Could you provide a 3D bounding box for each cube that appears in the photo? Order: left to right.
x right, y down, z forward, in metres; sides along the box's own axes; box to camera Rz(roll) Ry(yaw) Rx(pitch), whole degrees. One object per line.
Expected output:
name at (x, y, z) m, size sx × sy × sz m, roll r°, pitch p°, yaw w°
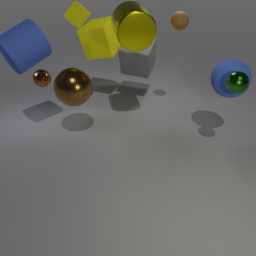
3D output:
cube at (-1.949, -4.304, 10.661) m, size 0.700 × 0.700 × 0.700 m, roll 37°, pitch 6°, yaw -25°
cube at (-1.199, -4.082, 12.718) m, size 1.400 × 1.400 × 1.400 m, roll 2°, pitch 40°, yaw 28°
cube at (0.476, -3.406, 13.183) m, size 1.400 × 1.400 × 1.400 m, roll 14°, pitch 55°, yaw 13°

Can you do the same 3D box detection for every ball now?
ball at (-3.387, -1.957, 11.033) m, size 0.700 × 0.700 × 0.700 m, roll 0°, pitch 32°, yaw 0°
ball at (-1.996, -1.488, 10.217) m, size 1.400 × 1.400 × 1.400 m, roll 0°, pitch 32°, yaw 0°
ball at (2.028, -4.187, 10.922) m, size 0.700 × 0.700 × 0.700 m, roll 0°, pitch 32°, yaw 0°
ball at (3.727, -1.800, 10.155) m, size 1.400 × 1.400 × 1.400 m, roll 0°, pitch 32°, yaw 0°
ball at (3.486, -1.450, 8.900) m, size 0.700 × 0.700 × 0.700 m, roll 0°, pitch 32°, yaw 0°

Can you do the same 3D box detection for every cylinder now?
cylinder at (-3.640, -2.823, 9.766) m, size 1.400 × 1.400 × 1.400 m, roll -41°, pitch 47°, yaw -18°
cylinder at (0.181, -3.647, 10.019) m, size 1.400 × 1.400 × 1.400 m, roll -6°, pitch 38°, yaw -10°
